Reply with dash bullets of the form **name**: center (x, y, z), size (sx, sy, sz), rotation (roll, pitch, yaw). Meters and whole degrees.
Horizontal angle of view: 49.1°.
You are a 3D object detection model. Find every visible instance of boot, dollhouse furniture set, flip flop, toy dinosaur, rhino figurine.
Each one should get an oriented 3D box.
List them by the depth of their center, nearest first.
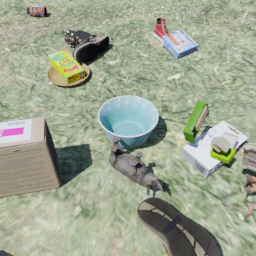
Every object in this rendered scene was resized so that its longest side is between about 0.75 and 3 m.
- **flip flop**: center (1.188, 2.742, 6.892), size (1.075, 0.763, 2.651), rotation (-31, 39, -22)
- **toy dinosaur**: center (3.844, 1.813, 7.423), size (1.386, 0.878, 2.045), rotation (4, 42, 19)
- **dollhouse furniture set**: center (3.077, 0.298, 7.678), size (2.893, 1.446, 1.117), rotation (22, 70, 29)
- **rhino figurine**: center (0.209, 1.149, 7.882), size (0.635, 0.928, 2.123), rotation (-31, 50, -32)
- **boot**: center (-2.208, -3.888, 12.972), size (1.831, 0.890, 2.432), rotation (24, 45, 21)
- **boot**: center (1.855, -4.739, 13.703), size (0.521, 1.037, 1.438), rotation (-30, 61, -31)

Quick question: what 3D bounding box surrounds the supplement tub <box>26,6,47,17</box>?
- **supplement tub**: center (-5.154, -6.597, 15.824), size (1.054, 0.564, 0.564), rotation (2, 46, 3)

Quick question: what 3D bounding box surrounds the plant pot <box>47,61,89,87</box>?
- **plant pot**: center (-2.518, -2.273, 11.931), size (1.773, 0.244, 1.773), rotation (-1, 46, 1)

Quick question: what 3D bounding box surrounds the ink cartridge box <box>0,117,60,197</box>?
- **ink cartridge box**: center (-3.309, 0.893, 7.600), size (2.591, 2.134, 0.973), rotation (-7, 46, -8)

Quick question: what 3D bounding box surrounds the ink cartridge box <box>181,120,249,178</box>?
- **ink cartridge box**: center (2.795, 0.623, 8.992), size (2.004, 0.505, 1.092), rotation (-30, 54, -26)

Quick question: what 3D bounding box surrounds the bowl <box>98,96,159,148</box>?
- **bowl**: center (0.006, -0.091, 9.304), size (1.953, 1.022, 1.953), rotation (0, 46, 0)

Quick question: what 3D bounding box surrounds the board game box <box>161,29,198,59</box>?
- **board game box**: center (2.431, -4.003, 13.287), size (1.246, 0.356, 1.273), rotation (-27, 66, -23)

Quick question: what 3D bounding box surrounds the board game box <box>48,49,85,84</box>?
- **board game box**: center (-2.623, -2.643, 11.939), size (0.831, 0.390, 1.636), rotation (-28, 60, -24)
